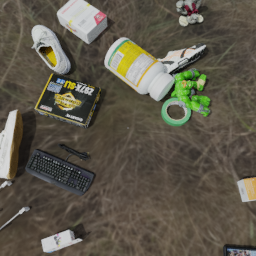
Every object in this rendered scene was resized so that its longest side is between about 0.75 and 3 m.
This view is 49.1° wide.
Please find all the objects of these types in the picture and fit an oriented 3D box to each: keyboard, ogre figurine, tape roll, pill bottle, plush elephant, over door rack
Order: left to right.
[{"bbox_3d":[-4.715,2.922,9.970,1.839,0.613,1.359,-37,76,-12],"label":"over door rack"},{"bbox_3d":[-2.478,1.398,10.694,2.548,0.262,1.619,22,72,7],"label":"keyboard"},{"bbox_3d":[0.498,-2.321,11.320,2.670,1.506,1.506,39,75,13],"label":"pill bottle"},{"bbox_3d":[1.953,-0.656,11.393,1.163,0.280,1.163,0,71,1],"label":"tape roll"},{"bbox_3d":[2.514,-1.485,11.331,1.285,1.052,2.144,0,83,-17],"label":"ogre figurine"},{"bbox_3d":[2.836,-5.209,12.624,1.157,1.404,1.087,-22,94,6],"label":"plush elephant"}]

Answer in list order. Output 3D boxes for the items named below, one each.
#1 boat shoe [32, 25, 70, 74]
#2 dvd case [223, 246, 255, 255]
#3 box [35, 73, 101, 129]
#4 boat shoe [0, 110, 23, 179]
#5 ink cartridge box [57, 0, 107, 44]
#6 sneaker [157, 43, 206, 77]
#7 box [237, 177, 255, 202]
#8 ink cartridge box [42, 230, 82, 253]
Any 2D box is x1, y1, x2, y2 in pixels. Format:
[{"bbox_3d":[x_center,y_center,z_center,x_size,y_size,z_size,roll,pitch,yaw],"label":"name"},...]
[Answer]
[{"bbox_3d":[-3.524,-3.408,11.771,0.989,1.142,2.678,-37,74,19],"label":"boat shoe"},{"bbox_3d":[4.256,5.533,9.239,2.089,0.257,2.928,4,71,2],"label":"dvd case"},{"bbox_3d":[-2.397,-1.115,11.427,2.176,0.537,1.737,18,70,6],"label":"box"},{"bbox_3d":[-4.645,0.555,10.616,0.925,0.945,2.668,3,72,0],"label":"boat shoe"},{"bbox_3d":[-2.040,-4.872,12.607,1.824,0.761,1.324,38,75,12],"label":"ink cartridge box"},{"bbox_3d":[2.258,-3.059,11.929,2.391,0.881,0.957,-32,72,-11],"label":"sneaker"},{"bbox_3d":[4.778,2.206,10.214,1.238,0.604,0.770,-8,71,-3],"label":"box"},{"bbox_3d":[-2.234,3.835,9.582,1.212,0.698,0.411,-18,65,-7],"label":"ink cartridge box"}]
